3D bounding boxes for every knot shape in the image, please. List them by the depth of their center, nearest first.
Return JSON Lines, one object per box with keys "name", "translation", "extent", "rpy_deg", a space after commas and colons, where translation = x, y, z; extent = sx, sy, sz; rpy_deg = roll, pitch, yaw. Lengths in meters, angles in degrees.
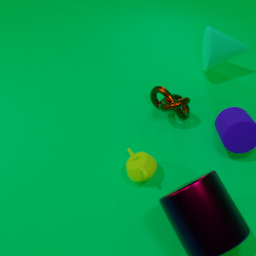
{"name": "knot shape", "translation": [1.150, -0.738, 7.823], "extent": [1.218, 1.302, 0.601], "rpy_deg": [27, 97, 23]}

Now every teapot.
{"name": "teapot", "translation": [0.275, 0.885, 6.816], "extent": [0.765, 0.602, 1.230], "rpy_deg": [-35, 28, -2]}

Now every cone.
{"name": "cone", "translation": [3.064, -2.412, 8.553], "extent": [1.352, 1.347, 1.347], "rpy_deg": [1, 54, 6]}

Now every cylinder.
{"name": "cylinder", "translation": [1.503, 1.735, 5.645], "extent": [1.328, 1.328, 1.328], "rpy_deg": [-24, 76, -16]}
{"name": "cylinder", "translation": [2.764, 0.037, 7.128], "extent": [0.914, 0.914, 0.914], "rpy_deg": [3, 26, 2]}
